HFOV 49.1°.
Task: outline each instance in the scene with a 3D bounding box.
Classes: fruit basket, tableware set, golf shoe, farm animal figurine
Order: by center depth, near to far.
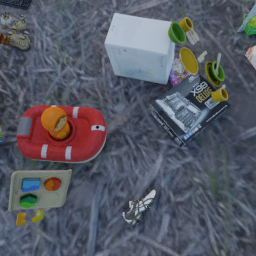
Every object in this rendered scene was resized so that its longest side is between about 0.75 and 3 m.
[{"bbox_3d":[0.351,2.155,7.937,0.580,0.477,1.228,37,70,15],"label":"golf shoe"},{"bbox_3d":[2.192,-2.012,8.256,2.752,0.422,1.854,57,44,-12],"label":"tableware set"},{"bbox_3d":[4.886,-4.115,10.017,1.528,1.650,0.773,-14,68,-5],"label":"fruit basket"},{"bbox_3d":[-4.326,-3.500,10.291,1.287,0.801,1.594,-11,62,-25],"label":"farm animal figurine"}]

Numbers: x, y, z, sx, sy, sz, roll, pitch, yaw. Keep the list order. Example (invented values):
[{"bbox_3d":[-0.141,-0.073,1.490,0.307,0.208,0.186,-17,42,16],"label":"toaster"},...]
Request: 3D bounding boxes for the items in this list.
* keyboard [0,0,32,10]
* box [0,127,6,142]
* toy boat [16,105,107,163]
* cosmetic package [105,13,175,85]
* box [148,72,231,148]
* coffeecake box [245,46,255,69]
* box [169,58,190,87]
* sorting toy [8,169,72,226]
[{"bbox_3d":[-4.531,-5.201,11.305,1.242,0.159,0.746,15,67,5],"label":"keyboard"},{"bbox_3d":[-5.711,-0.399,8.370,2.666,1.689,2.768,-29,70,-12],"label":"box"},{"bbox_3d":[-1.983,-0.010,8.160,2.703,1.767,1.764,3,67,1],"label":"toy boat"},{"bbox_3d":[0.462,-2.464,9.010,1.922,1.916,1.181,12,74,11],"label":"cosmetic package"},{"bbox_3d":[1.964,-0.646,9.027,2.081,0.518,1.641,-36,79,-14],"label":"box"},{"bbox_3d":[4.900,-2.435,9.958,0.864,0.411,1.125,-22,68,-9],"label":"coffeecake box"},{"bbox_3d":[1.738,-1.958,9.865,0.694,0.198,1.014,-17,68,-9],"label":"box"},{"bbox_3d":[-2.259,1.834,7.137,1.432,1.923,0.257,0,35,-28],"label":"sorting toy"}]
